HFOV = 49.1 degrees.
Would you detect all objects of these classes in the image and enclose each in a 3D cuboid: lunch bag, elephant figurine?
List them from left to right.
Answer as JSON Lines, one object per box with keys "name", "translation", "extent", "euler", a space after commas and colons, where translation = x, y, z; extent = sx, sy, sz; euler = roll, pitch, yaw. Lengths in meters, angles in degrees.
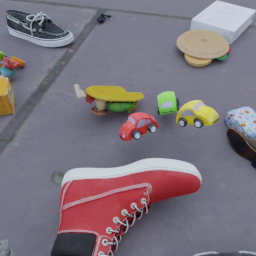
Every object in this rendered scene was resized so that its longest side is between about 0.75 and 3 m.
{"name": "elephant figurine", "translation": [-2.233, 2.539, 3.735], "extent": [1.423, 2.012, 1.561], "euler": [6, 46, 6]}
{"name": "lunch bag", "translation": [3.188, -0.092, 7.426], "extent": [0.882, 0.416, 1.101], "euler": [-12, 46, -15]}

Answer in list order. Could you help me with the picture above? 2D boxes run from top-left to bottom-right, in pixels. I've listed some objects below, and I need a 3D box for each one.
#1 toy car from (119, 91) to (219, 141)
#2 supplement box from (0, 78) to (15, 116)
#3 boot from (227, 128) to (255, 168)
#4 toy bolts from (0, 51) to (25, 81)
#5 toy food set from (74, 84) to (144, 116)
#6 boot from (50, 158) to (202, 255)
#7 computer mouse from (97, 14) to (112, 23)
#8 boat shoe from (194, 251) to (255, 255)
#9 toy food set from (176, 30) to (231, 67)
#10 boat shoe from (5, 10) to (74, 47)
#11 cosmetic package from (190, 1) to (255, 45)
{"name": "toy car", "translation": [0.941, -0.482, 6.921], "extent": [2.270, 0.506, 2.136], "euler": [-10, 22, 13]}
{"name": "supplement box", "translation": [-4.505, -0.688, 7.714], "extent": [2.518, 0.866, 0.838], "euler": [-12, 48, -9]}
{"name": "boot", "translation": [3.067, 0.458, 6.904], "extent": [0.647, 0.499, 1.334], "euler": [-19, 57, -31]}
{"name": "toy bolts", "translation": [-3.951, -1.930, 9.203], "extent": [1.100, 0.799, 1.152], "euler": [16, 16, -45]}
{"name": "toy food set", "translation": [-0.552, -0.713, 7.706], "extent": [1.978, 0.646, 1.164], "euler": [-1, 26, -25]}
{"name": "boot", "translation": [0.066, 1.664, 5.179], "extent": [2.845, 1.030, 2.052], "euler": [-8, 42, 5]}
{"name": "computer mouse", "translation": [-1.005, -4.669, 12.050], "extent": [0.563, 0.185, 0.802], "euler": [11, 41, 6]}
{"name": "boat shoe", "translation": [2.150, 2.522, 4.596], "extent": [2.658, 0.802, 0.982], "euler": [5, 46, 5]}
{"name": "toy food set", "translation": [2.733, -2.968, 10.169], "extent": [1.926, 0.473, 1.945], "euler": [-16, 48, -15]}
{"name": "boat shoe", "translation": [-3.433, -3.933, 10.732], "extent": [2.931, 1.001, 1.082], "euler": [23, 50, 21]}
{"name": "cosmetic package", "translation": [3.885, -4.369, 11.434], "extent": [1.771, 0.607, 2.349], "euler": [30, 53, 24]}
